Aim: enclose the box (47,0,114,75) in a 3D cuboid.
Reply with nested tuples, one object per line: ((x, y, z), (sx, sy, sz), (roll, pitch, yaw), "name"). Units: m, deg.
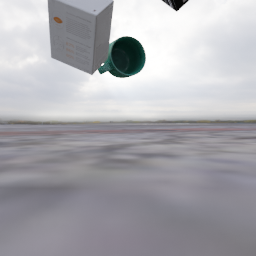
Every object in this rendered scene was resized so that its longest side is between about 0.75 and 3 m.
((-1.577, -3.242, 9.365), (1.733, 2.276, 1.210), (25, 50, 9), "box")

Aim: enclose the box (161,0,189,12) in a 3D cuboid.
((0.461, -3.382, 5.093), (1.610, 0.846, 1.966), (50, 7, 28), "box")

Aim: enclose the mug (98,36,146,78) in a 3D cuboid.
((-0.359, -2.755, 11.057), (1.875, 1.541, 1.159), (2, 1, -26), "mug")
